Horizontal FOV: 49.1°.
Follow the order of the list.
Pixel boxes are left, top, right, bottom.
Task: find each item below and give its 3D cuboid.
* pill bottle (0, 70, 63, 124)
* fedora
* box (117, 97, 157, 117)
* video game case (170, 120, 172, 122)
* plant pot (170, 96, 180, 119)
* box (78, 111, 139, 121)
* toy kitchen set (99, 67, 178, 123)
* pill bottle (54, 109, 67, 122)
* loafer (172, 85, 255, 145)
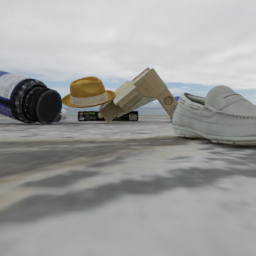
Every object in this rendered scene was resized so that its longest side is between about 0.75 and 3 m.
[{"bbox_3d":[-3.654,-1.014,9.564,2.724,1.523,1.523,17,11,26],"label":"pill bottle"},{"bbox_3d":[-1.446,-1.348,9.977,1.970,0.803,1.970,-5,26,3],"label":"fedora"},{"bbox_3d":[0.229,-1.338,12.166,2.197,0.903,0.751,-24,30,-22],"label":"box"},{"bbox_3d":[2.098,-0.286,11.617,0.667,0.084,0.932,0,3,13],"label":"video game case"},{"bbox_3d":[3.038,-1.101,15.565,1.350,1.350,1.214,3,10,34],"label":"plant pot"},{"bbox_3d":[-0.867,-0.565,13.107,2.709,0.470,1.491,0,3,2],"label":"box"},{"bbox_3d":[0.564,-0.586,10.302,2.511,2.266,2.049,-39,16,4],"label":"toy kitchen set"},{"bbox_3d":[-3.145,-0.562,11.822,0.619,0.619,1.069,2,3,38],"label":"pill bottle"},{"bbox_3d":[1.238,-0.195,3.670,0.742,0.741,2.122,-1,4,-24],"label":"loafer"}]
